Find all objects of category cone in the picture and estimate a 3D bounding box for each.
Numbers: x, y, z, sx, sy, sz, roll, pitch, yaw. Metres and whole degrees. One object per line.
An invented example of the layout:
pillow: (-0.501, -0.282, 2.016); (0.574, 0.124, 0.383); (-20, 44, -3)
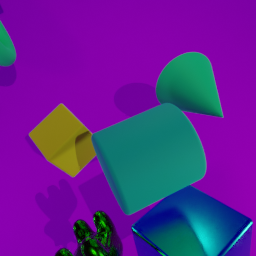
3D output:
cone: (1.454, -0.589, 5.522); (1.355, 1.355, 1.360); (-23, 43, -9)

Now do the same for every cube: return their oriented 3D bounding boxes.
cube: (-0.984, 0.204, 4.541); (0.730, 0.730, 0.730); (-45, 52, -6)
cube: (0.937, 1.775, 4.103); (1.192, 1.192, 1.192); (-31, 36, -29)

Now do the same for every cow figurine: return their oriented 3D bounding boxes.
cow figurine: (-0.320, 2.033, 3.658); (0.820, 1.493, 1.469); (-27, 98, 13)

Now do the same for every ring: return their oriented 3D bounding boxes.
ring: (-3.164, -2.302, 6.093); (0.413, 2.066, 2.066); (-29, 72, -2)

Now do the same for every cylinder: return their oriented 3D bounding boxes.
cylinder: (0.223, 0.355, 3.407); (1.036, 1.036, 1.036); (-23, 71, -11)
